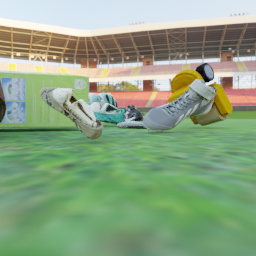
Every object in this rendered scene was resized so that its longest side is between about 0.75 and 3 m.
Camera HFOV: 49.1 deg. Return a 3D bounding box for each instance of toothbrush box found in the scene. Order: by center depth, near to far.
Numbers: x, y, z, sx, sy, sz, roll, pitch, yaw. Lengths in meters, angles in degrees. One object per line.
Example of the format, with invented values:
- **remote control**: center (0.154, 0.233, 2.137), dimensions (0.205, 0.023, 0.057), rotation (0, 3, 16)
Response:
- **toothbrush box**: center (-2.438, -0.711, 6.366), dimensions (2.718, 1.170, 1.979), rotation (-2, 11, -22)

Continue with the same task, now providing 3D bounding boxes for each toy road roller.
- **toy road roller**: center (1.802, -0.711, 7.413), dimensions (1.086, 1.768, 1.291), rotation (-21, 18, 46)

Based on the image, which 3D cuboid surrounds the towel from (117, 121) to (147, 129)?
- **towel**: center (0.432, -0.095, 7.701), dimensions (1.109, 0.199, 1.152), rotation (1, 2, 26)

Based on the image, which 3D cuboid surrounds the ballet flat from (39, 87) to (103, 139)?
- **ballet flat**: center (-0.597, -0.237, 3.099), dimensions (0.292, 0.860, 0.324), rotation (-46, -4, -43)

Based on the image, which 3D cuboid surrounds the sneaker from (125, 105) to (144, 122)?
- **sneaker**: center (0.113, -0.460, 8.825), dimensions (0.542, 0.583, 1.350), rotation (-9, 0, -16)

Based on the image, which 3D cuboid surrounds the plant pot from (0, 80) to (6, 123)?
- **plant pot**: center (-2.349, -0.626, 3.660), dimensions (1.603, 1.498, 1.498), rotation (44, 23, 23)

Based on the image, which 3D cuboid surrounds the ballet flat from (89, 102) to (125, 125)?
- **ballet flat**: center (-0.891, -0.476, 9.025), dimensions (1.983, 0.698, 0.668), rotation (3, 4, -40)

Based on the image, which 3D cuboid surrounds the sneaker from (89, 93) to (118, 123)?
- **sneaker**: center (-1.813, -0.745, 10.567), dimensions (2.061, 1.146, 2.947), rotation (-3, -5, 29)

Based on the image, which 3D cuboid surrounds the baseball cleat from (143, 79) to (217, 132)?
- **baseball cleat**: center (1.034, -0.498, 5.438), dimensions (1.714, 0.912, 0.598), rotation (-21, 52, -33)
